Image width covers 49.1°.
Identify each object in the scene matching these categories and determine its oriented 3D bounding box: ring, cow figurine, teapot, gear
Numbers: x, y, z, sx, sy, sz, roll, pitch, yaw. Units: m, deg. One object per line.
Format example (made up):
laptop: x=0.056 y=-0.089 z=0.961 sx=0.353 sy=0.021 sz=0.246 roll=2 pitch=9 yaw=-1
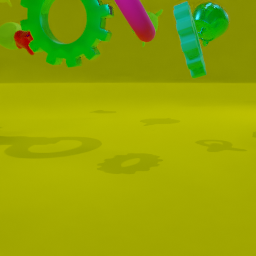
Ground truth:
ring: x=-0.031 y=-2.633 z=5.732 sx=0.385 sy=1.926 sz=1.926 roll=-31 pitch=4 yaw=13
cow figurine: x=-2.702 y=-2.442 z=7.555 sx=0.983 sy=0.539 sz=0.967 roll=27 pitch=-25 yaw=12
teapot: x=-3.589 y=-2.788 z=8.603 sx=1.353 sy=0.841 sz=0.662 roll=23 pitch=-18 yaw=17
gear: x=1.038 y=-1.430 z=4.629 sx=0.221 sy=1.194 sz=1.194 roll=-14 pitch=5 yaw=20
gear: x=-1.376 y=-2.442 z=6.267 sx=2.084 sy=2.084 sz=0.385 roll=2 pitch=15 yaw=12
teapot: x=2.553 y=-3.382 z=9.043 sx=1.254 sy=0.988 sz=2.017 roll=30 pitch=-13 yaw=24

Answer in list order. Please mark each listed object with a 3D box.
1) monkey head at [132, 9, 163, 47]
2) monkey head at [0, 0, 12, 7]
monkey head: x=0.772 y=-4.271 z=11.790 sx=1.014 sy=1.683 sz=1.211 roll=29 pitch=5 yaw=8
monkey head: x=-4.242 y=-4.510 z=9.277 sx=1.037 sy=0.625 sz=0.746 roll=22 pitch=-3 yaw=-42
